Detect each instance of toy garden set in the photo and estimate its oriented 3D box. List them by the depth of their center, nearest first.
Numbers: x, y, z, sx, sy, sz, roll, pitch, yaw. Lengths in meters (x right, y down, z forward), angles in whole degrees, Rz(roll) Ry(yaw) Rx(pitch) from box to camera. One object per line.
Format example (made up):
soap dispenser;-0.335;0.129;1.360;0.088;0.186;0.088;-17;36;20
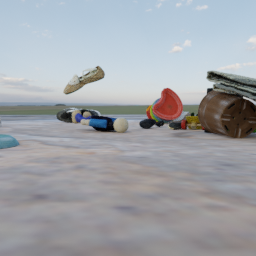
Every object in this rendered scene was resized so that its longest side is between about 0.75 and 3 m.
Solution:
toy garden set;3.356;-0.266;9.821;2.426;0.581;2.911;2;4;25

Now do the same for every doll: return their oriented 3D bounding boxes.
doll;-0.844;-0.166;8.581;2.195;0.532;1.498;12;3;43

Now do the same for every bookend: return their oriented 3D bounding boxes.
bookend;2.860;-0.471;8.228;1.288;1.280;0.593;3;0;-45

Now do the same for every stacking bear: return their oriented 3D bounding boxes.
stacking bear;1.675;-0.876;14.290;1.401;1.496;2.464;32;-14;-9

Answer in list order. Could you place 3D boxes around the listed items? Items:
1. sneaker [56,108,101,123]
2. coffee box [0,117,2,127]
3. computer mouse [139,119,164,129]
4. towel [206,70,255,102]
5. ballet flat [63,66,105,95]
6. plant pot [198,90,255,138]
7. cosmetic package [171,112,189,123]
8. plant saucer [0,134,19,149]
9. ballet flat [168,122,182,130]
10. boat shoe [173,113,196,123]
sneaker;-2.676;-0.659;14.588;2.406;0.800;1.089;2;1;9
coffee box;-5.471;-0.231;10.717;0.576;0.407;1.019;3;5;44
computer mouse;0.931;-0.101;10.306;0.506;0.294;1.727;-26;-15;28
towel;3.568;-0.607;6.126;2.968;0.513;2.858;3;21;-30
ballet flat;-2.208;-2.388;13.524;2.242;0.732;0.790;-29;40;-12
plant pot;2.469;-0.307;6.811;1.208;1.208;1.196;0;12;-4
cosmetic package;2.689;-0.595;15.257;0.841;0.591;1.659;0;4;-3
plant saucer;-2.654;0.235;4.947;1.374;0.188;1.374;0;3;0
ballet flat;1.656;-0.031;9.521;0.902;0.256;0.300;-5;49;-44
boat shoe;2.531;-0.366;11.505;1.388;0.509;0.517;-7;0;12
